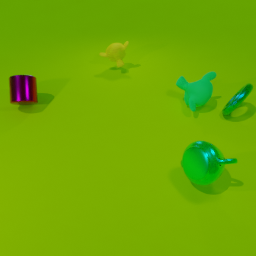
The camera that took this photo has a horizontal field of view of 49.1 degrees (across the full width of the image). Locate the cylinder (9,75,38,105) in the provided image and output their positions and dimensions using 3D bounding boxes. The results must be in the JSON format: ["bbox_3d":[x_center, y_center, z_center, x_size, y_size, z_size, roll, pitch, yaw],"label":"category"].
[{"bbox_3d":[-3.387,-1.215,9.079,0.849,0.849,0.849,-4,-2,0],"label":"cylinder"}]

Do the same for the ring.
[{"bbox_3d":[3.402,-0.887,8.725,0.247,1.234,1.234,42,53,8],"label":"ring"}]

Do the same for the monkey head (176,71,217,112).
[{"bbox_3d":[2.152,-1.249,9.013,1.524,1.097,0.918,-56,20,-12],"label":"monkey head"}]

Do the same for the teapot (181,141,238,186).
[{"bbox_3d":[1.801,0.823,6.681,0.823,1.045,1.681,1,-8,-37],"label":"teapot"}]

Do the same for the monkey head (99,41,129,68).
[{"bbox_3d":[-0.436,-2.814,10.751,1.205,0.726,0.867,-22,57,7],"label":"monkey head"}]
